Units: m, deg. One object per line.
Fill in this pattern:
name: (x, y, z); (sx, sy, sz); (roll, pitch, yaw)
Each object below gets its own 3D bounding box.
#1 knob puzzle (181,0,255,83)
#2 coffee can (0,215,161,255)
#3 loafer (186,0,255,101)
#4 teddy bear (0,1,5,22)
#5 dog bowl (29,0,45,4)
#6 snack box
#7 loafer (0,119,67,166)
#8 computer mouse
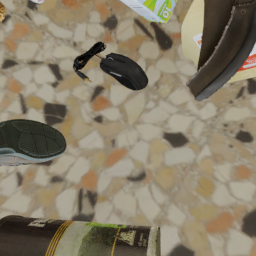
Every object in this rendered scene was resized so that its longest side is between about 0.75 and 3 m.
knob puzzle: (1.918, -1.732, 5.081); (2.318, 2.318, 0.321); (20, 63, 6)
coffee can: (-0.830, 2.461, 4.443); (2.608, 1.909, 1.909); (1, 73, 9)
loafer: (1.352, -1.458, 3.852); (0.838, 0.858, 2.350); (29, 83, 3)
teddy bear: (-3.146, -2.931, 6.143); (0.562, 1.684, 1.221); (-14, 94, 2)
dog bowl: (-1.998, -3.207, 5.759); (0.433, 1.174, 1.174); (-22, 72, 22)
snack box: (0.534, -3.862, 5.602); (0.728, 1.953, 2.746); (31, 99, 50)
loafer: (-1.675, 0.238, 3.784); (0.547, 1.738, 0.624); (-30, 69, 35)
computer mouse: (-0.418, -1.342, 6.356); (1.714, 0.395, 1.203); (39, 62, 14)
